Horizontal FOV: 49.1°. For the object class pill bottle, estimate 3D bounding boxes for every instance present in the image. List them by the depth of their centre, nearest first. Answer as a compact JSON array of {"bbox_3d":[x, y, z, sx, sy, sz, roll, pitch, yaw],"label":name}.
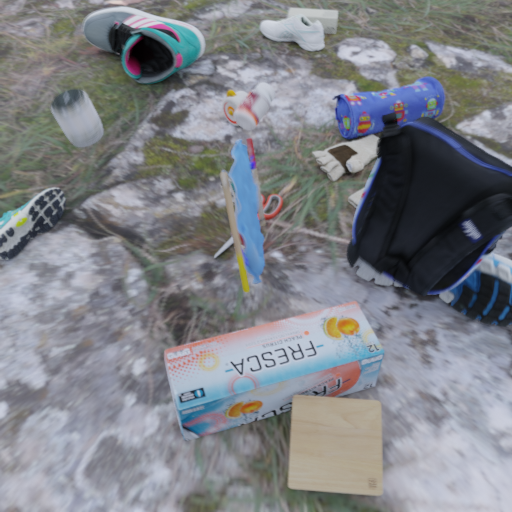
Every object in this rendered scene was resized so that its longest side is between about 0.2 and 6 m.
[{"bbox_3d":[-0.017,-2.814,10.501,0.464,0.464,0.848,25,68,22],"label":"pill bottle"}]

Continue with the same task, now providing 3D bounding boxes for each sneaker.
[{"bbox_3d":[3.038,0.034,8.755,2.993,1.122,1.297,23,41,23],"label":"sneaker"},{"bbox_3d":[-4.076,-0.664,9.757,0.692,0.673,1.736,20,49,29],"label":"sneaker"},{"bbox_3d":[-3.017,-5.057,13.546,3.157,1.320,1.906,11,38,9],"label":"sneaker"},{"bbox_3d":[0.964,-6.041,14.803,1.904,0.763,0.670,23,52,22],"label":"sneaker"}]

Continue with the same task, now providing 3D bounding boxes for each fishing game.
[{"bbox_3d":[-0.208,-0.630,8.350,0.476,2.191,3.060,-7,23,8],"label":"fishing game"}]

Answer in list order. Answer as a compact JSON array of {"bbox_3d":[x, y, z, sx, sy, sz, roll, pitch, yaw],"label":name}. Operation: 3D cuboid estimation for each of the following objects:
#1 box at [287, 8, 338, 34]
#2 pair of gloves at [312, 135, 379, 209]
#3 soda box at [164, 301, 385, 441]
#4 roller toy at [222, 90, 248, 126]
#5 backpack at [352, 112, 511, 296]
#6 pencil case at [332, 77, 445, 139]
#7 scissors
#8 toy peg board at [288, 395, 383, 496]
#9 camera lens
[{"bbox_3d":[1.543,-6.451,15.385,1.349,0.461,0.554,7,47,7],"label":"box"},{"bbox_3d":[2.258,-1.676,10.900,1.720,0.355,2.022,-22,51,-20],"label":"pair of gloves"},{"bbox_3d":[0.242,1.509,7.483,2.769,0.880,0.947,-13,48,-11],"label":"soda box"},{"bbox_3d":[-0.388,-3.179,12.105,0.505,0.722,0.659,-36,69,-30],"label":"roller toy"},{"bbox_3d":[2.356,-0.608,7.594,2.166,2.063,1.669,38,27,19],"label":"backpack"},{"bbox_3d":[2.777,-3.162,11.934,2.357,0.920,1.024,-15,32,-14],"label":"pencil case"},{"bbox_3d":[-0.094,-0.539,9.955,0.697,0.133,1.906,16,47,12],"label":"scissors"},{"bbox_3d":[0.976,2.384,6.999,1.105,0.540,1.100,3,62,5],"label":"toy peg board"},{"bbox_3d":[-2.932,-2.270,9.188,0.626,0.783,0.626,-8,50,10],"label":"camera lens"}]
